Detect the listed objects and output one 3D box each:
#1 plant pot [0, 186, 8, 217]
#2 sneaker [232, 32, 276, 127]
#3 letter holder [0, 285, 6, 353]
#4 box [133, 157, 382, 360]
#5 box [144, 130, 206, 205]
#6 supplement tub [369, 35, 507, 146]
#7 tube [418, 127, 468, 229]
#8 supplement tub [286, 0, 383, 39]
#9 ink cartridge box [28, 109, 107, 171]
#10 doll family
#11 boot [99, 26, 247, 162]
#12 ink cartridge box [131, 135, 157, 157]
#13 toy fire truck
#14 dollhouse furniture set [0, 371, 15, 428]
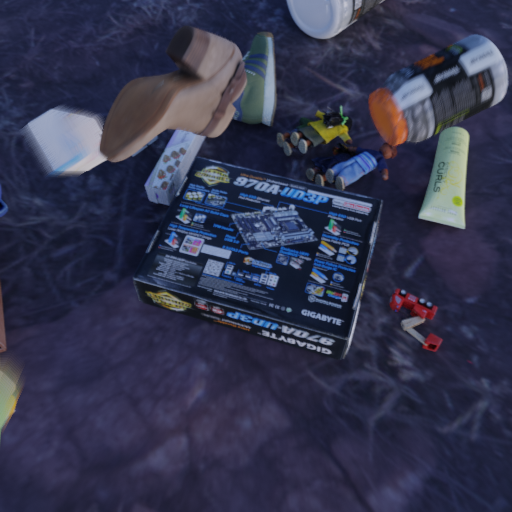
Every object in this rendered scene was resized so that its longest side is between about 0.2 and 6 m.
[{"bbox_3d":[-5.708,-1.182,10.443,1.569,1.411,1.569,39,63,23],"label":"plant pot"},{"bbox_3d":[-0.229,-4.106,12.702,1.249,0.933,2.781,2,59,-5],"label":"sneaker"},{"bbox_3d":[-5.015,0.484,9.239,1.077,1.522,2.142,-16,57,-10],"label":"letter holder"},{"bbox_3d":[0.124,-0.096,10.023,3.753,0.863,2.983,14,57,10],"label":"box"},{"bbox_3d":[-1.583,-2.123,11.644,0.475,0.509,2.455,15,58,10],"label":"box"},{"bbox_3d":[2.502,-2.265,7.823,1.669,1.022,1.022,-27,59,-2],"label":"supplement tub"},{"bbox_3d":[3.874,-1.576,11.257,0.670,0.599,2.308,-9,51,42],"label":"tube"},{"bbox_3d":[2.318,-6.937,14.118,1.829,1.829,2.985,38,63,23],"label":"supplement tub"},{"bbox_3d":[-2.949,-1.845,9.121,0.486,1.434,0.826,-27,93,13],"label":"ink cartridge box"},{"bbox_3d":[1.695,-2.227,11.475,1.525,1.035,2.639,-26,65,-21],"label":"doll family"},{"bbox_3d":[-1.101,-2.254,8.643,0.882,1.836,2.511,43,98,23],"label":"boot"},{"bbox_3d":[-2.572,-2.552,12.043,0.538,0.305,0.734,35,62,21],"label":"ink cartridge box"},{"bbox_3d":[2.725,1.085,9.595,1.059,0.258,0.747,26,60,17],"label":"toy fire truck"},{"bbox_3d":[-3.376,0.996,6.213,0.973,2.519,1.259,-32,24,5],"label":"dollhouse furniture set"}]
